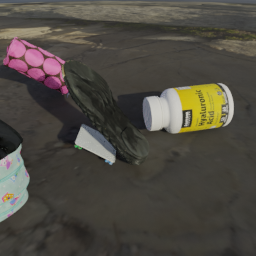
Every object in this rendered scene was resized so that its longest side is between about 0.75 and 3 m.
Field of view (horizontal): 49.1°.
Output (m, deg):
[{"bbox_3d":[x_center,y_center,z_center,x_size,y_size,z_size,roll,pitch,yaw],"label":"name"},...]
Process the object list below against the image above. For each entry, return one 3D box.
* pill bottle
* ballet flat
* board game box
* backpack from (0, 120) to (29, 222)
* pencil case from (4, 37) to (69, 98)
[{"bbox_3d":[1.651,-0.530,7.985,2.316,1.289,1.289,-8,31,-10],"label":"pill bottle"},{"bbox_3d":[-0.637,-0.328,6.553,0.995,0.851,2.994,-33,83,-36],"label":"ballet flat"},{"bbox_3d":[-0.782,0.392,6.973,1.032,0.134,1.032,28,24,-12],"label":"board game box"},{"bbox_3d":[-3.112,0.749,5.349,2.583,1.635,2.155,8,30,23],"label":"backpack"},{"bbox_3d":[-2.984,-2.046,9.648,2.451,1.148,1.112,27,48,-29],"label":"pencil case"}]
